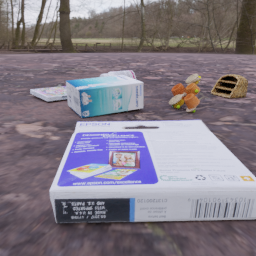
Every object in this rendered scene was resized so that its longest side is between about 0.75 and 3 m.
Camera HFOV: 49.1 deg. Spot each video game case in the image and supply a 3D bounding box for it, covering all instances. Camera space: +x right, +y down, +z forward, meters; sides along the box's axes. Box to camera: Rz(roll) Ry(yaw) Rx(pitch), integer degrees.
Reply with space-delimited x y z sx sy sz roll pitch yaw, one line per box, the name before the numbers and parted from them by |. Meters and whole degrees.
video game case | -2.715 -1.523 11.943 2.325 0.209 1.664 -13 24 -39

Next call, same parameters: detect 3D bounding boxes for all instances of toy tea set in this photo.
toy tea set | 2.168 -1.078 10.113 1.226 0.763 2.062 -27 24 30

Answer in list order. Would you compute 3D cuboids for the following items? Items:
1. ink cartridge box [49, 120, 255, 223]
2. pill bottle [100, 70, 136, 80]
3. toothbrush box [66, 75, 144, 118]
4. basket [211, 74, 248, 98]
ink cartridge box | 0.355 0.558 5.035 2.888 0.633 2.915 -1 20 -3
pill bottle | -0.492 -2.235 13.243 1.578 0.894 0.894 -11 21 -29
toothbrush box | -0.811 -1.161 9.637 2.252 0.960 1.649 -12 23 -24
basket | 4.313 -1.821 11.956 0.951 0.911 1.276 -6 18 -20
